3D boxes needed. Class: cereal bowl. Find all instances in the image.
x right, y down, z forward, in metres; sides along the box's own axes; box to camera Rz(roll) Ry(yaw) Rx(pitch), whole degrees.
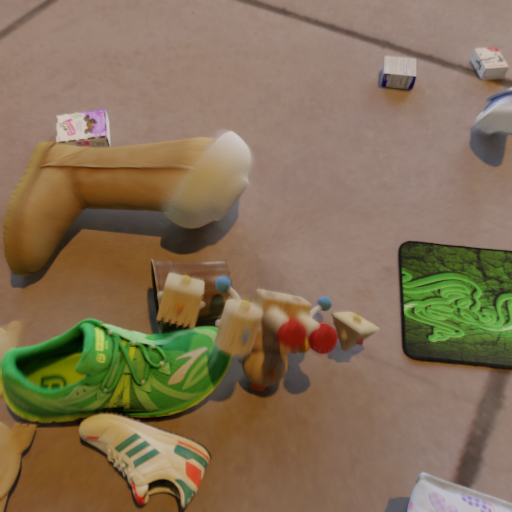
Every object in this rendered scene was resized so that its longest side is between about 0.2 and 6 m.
[{"bbox_3d":[-0.730,-1.218,10.004,0.804,1.931,1.931,39,62,3],"label":"cereal bowl"}]

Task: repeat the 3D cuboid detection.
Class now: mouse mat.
[{"bbox_3d":[3.965,0.814,9.595,2.981,0.112,2.399,4,55,4],"label":"mouse mat"}]

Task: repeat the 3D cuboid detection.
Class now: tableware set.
[{"bbox_3d":[-5.133,2.457,8.245,3.725,0.432,3.112,-8,56,-6],"label":"tableware set"}]

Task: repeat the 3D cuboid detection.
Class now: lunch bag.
[{"bbox_3d":[2.743,3.948,6.645,2.143,1.362,1.817,12,54,20],"label":"lunch bag"}]

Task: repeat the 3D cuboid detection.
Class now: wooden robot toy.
[{"bbox_3d":[0.142,1.369,8.275,3.415,1.550,1.505,12,15,-24],"label":"wooden robot toy"}]

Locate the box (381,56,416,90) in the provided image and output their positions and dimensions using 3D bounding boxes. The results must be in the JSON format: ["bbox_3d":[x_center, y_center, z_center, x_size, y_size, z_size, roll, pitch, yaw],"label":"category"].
[{"bbox_3d":[3.296,-4.227,12.942,0.744,0.390,0.684,8,55,6],"label":"box"}]

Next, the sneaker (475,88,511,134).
[{"bbox_3d":[5.340,-3.103,11.387,1.221,1.668,0.672,-42,101,-2],"label":"sneaker"}]

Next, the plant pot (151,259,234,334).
[{"bbox_3d":[-1.047,0.591,9.159,1.211,1.223,1.223,-6,55,-15],"label":"plant pot"}]

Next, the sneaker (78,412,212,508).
[{"bbox_3d":[-1.668,2.861,7.774,1.969,0.693,0.920,15,51,7],"label":"sneaker"}]

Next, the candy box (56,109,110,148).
[{"bbox_3d":[-3.647,-2.615,11.819,1.043,0.373,0.875,-9,55,-7],"label":"candy box"}]

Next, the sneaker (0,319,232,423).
[{"bbox_3d":[-2.006,1.654,8.172,3.432,1.434,1.271,-10,55,-8],"label":"sneaker"}]

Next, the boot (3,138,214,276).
[{"bbox_3d":[-2.517,-0.984,10.020,3.353,1.109,2.937,2,63,4],"label":"boot"}]

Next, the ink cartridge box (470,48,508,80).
[{"bbox_3d":[5.490,-4.532,13.193,0.577,0.326,0.786,-5,55,-5],"label":"ink cartridge box"}]
